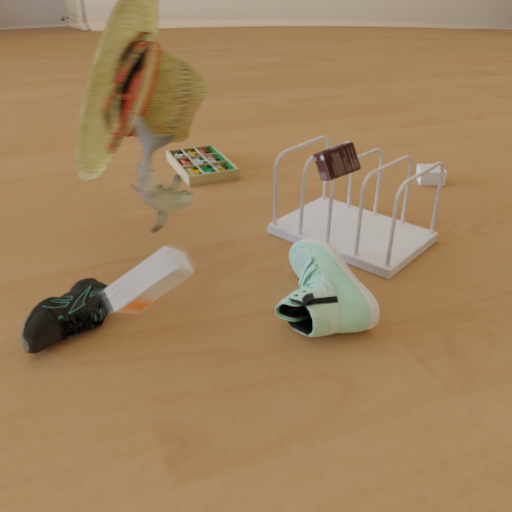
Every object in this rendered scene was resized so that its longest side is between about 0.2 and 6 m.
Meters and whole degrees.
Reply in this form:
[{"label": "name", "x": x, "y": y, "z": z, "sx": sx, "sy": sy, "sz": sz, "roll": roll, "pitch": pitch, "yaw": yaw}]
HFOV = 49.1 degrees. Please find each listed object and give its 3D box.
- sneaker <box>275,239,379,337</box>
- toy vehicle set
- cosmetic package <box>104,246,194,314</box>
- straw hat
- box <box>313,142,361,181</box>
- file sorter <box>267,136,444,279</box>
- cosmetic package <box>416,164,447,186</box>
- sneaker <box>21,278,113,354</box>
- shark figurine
[{"label": "sneaker", "x": 0.820, "y": 0.457, "z": 9.383, "sx": 1.418, "sy": 0.885, "sz": 2.404, "roll": -7, "pitch": 32, "yaw": -25}, {"label": "toy vehicle set", "x": -1.504, "y": -2.514, "z": 15.391, "sx": 1.399, "sy": 0.299, "sz": 2.252, "roll": -12, "pitch": 31, "yaw": -20}, {"label": "cosmetic package", "x": -1.187, "y": 0.284, "z": 6.251, "sx": 0.313, "sy": 0.878, "sz": 0.445, "roll": 59, "pitch": 12, "yaw": 18}, {"label": "straw hat", "x": -1.822, "y": -2.883, "z": 10.086, "sx": 1.692, "sy": 3.997, "sz": 3.997, "roll": 13, "pitch": 21, "yaw": -30}, {"label": "box", "x": 1.046, "y": -1.222, "z": 7.260, "sx": 0.450, "sy": 0.370, "sz": 0.373, "roll": -22, "pitch": 13, "yaw": -9}, {"label": "file sorter", "x": 2.010, "y": -1.182, "z": 11.444, "sx": 2.950, "sy": 1.837, "sz": 2.047, "roll": 22, "pitch": 36, "yaw": 35}, {"label": "cosmetic package", "x": 4.538, "y": -2.105, "z": 14.553, "sx": 0.644, "sy": 0.396, "sz": 0.642, "roll": 2, "pitch": 29, "yaw": 4}, {"label": "sneaker", "x": -2.883, "y": 0.919, "z": 8.836, "sx": 0.742, "sy": 0.706, "sz": 1.873, "roll": 14, "pitch": 32, "yaw": 19}, {"label": "shark figurine", "x": -1.515, "y": -1.046, "z": 7.832, "sx": 0.700, "sy": 1.677, "sz": 1.002, "roll": 26, "pitch": 67, "yaw": 25}]
